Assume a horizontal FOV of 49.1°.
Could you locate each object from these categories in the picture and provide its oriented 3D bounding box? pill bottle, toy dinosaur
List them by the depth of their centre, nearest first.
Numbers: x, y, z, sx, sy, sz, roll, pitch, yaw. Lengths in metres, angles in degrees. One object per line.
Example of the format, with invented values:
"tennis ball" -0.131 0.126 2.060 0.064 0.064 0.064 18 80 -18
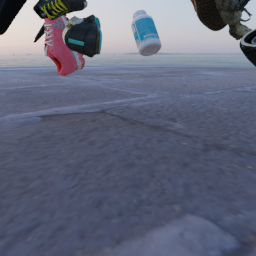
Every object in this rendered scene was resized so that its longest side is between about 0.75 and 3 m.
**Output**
"toy dinosaur" 2.444 -3.128 6.434 1.234 2.800 0.664 -4 46 52
"pill bottle" 0.627 -3.539 10.351 0.878 1.585 0.878 -14 -15 -4

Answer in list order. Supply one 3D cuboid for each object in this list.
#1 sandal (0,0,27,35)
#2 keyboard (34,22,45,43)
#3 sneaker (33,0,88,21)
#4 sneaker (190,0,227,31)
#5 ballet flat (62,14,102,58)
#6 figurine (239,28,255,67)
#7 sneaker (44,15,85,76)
"sandal" -1.853 -2.722 4.790 0.551 2.446 0.919 26 -18 -7
"keyboard" -2.845 -4.066 10.091 2.500 0.495 1.301 -16 36 54
"sneaker" -1.200 -2.120 4.875 0.597 0.525 1.410 -50 36 -11
"sneaker" 1.895 -3.610 7.224 0.831 2.360 0.891 -28 37 30
"ballet flat" -0.945 -1.998 5.863 0.780 0.775 2.279 5 20 -8
"figurine" 2.433 -1.163 4.209 1.265 1.235 0.545 -43 32 -2
"sneaker" -2.161 -2.637 8.494 1.010 2.329 0.858 -39 35 -24
